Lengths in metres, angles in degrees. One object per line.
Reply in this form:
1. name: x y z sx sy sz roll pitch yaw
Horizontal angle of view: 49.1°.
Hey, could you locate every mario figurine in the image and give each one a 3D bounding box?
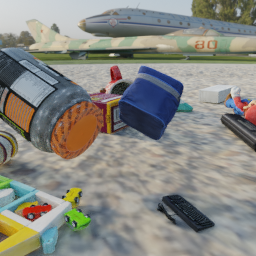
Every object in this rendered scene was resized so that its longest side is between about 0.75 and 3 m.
1. mario figurine: 4.629 -0.844 10.287 1.503 1.291 2.435 -1 15 -7

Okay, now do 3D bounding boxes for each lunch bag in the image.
1. lunch bag: 0.560 -0.577 6.594 1.193 1.162 1.756 30 -15 6

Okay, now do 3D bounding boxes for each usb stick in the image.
1. usb stick: 3.634 0.095 8.557 0.814 0.479 2.936 6 17 -2

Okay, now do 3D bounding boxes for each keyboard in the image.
1. keyboard: 0.904 1.432 4.792 0.665 0.108 1.047 -8 18 -24

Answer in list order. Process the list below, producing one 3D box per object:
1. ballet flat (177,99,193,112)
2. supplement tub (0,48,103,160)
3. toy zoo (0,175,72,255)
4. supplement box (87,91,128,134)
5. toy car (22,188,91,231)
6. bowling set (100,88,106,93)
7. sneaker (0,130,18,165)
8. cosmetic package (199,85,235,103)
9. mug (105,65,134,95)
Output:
1. ballet flat: 1.844 -1.086 12.055 1.936 0.681 0.652 4 19 12
2. supplement tub: -1.857 -0.520 5.961 2.543 1.558 1.558 34 31 22
3. toy zoo: -2.099 1.431 4.510 2.497 0.256 1.638 10 20 32
4. supplement box: -1.180 -0.640 9.945 2.443 1.047 1.348 11 20 33
5. toy car: -1.006 1.418 4.585 1.129 0.252 1.063 -17 24 -42
6. bowling set: -1.324 -1.200 11.966 0.798 1.035 1.486 -5 14 -10
7. sneaker: -4.049 0.440 6.495 2.662 0.998 1.200 0 11 2
8. cosmetic package: 4.640 -1.776 14.395 1.026 0.630 2.487 14 22 38
9. mug: -0.276 -1.729 12.379 1.412 1.879 2.117 8 10 -13
